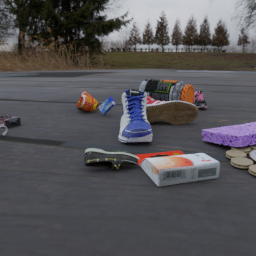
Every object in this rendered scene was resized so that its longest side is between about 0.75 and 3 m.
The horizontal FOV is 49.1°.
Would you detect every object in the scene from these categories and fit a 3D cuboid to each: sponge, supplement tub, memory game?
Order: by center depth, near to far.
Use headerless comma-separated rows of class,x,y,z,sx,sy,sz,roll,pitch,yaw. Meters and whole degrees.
memory game,4.036,0.872,7.461,2.761,0.176,2.761,0,16,0
sponge,3.968,0.162,9.209,2.737,0.408,1.527,-7,9,-29
supplement tub,1.944,-1.657,14.214,2.538,1.555,1.555,11,18,32

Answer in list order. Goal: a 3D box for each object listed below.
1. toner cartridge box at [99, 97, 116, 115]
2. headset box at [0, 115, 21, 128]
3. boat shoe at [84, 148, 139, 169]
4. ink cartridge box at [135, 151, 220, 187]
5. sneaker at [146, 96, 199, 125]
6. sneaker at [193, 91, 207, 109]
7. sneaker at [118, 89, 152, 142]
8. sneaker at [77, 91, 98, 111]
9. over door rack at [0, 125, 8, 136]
toner cartridge box,-0.973,-1.020,12.993,0.191,0.421,0.887,-9,-23,-46
headset box,-4.848,-0.262,11.333,0.917,0.344,0.682,12,19,37
boat shoe,-0.412,0.850,7.109,1.399,0.421,0.499,8,-30,-6
ink cartridge box,1.128,0.795,7.183,1.588,0.491,1.958,-4,18,-17
sneaker,1.466,-0.801,12.040,2.893,1.030,1.627,-1,18,3
sneaker,3.843,-1.545,15.097,0.739,0.892,1.870,2,17,3
sneaker,0.173,-0.521,9.900,1.116,1.595,2.762,-2,15,-3
sneaker,-2.098,-1.281,14.594,1.000,0.946,2.593,22,10,-16
over door rack,-5.268,0.033,9.386,1.404,0.633,1.901,5,-5,17
